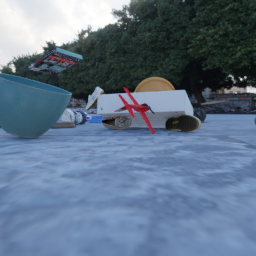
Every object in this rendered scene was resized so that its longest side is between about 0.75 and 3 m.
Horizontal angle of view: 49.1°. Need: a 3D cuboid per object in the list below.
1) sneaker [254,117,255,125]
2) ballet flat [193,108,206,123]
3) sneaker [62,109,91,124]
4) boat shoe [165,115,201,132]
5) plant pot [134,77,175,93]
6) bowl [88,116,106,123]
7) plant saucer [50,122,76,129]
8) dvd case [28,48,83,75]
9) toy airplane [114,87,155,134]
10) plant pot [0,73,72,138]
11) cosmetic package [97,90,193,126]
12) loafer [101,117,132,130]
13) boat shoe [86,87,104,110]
[{"bbox_3d":[5.149,-0.376,8.875,2.039,0.684,0.915,2,-26,-12],"label":"sneaker"},{"bbox_3d":[4.091,-0.568,16.142,0.929,0.795,2.797,-28,-10,17],"label":"ballet flat"},{"bbox_3d":[-2.301,-0.529,13.180,1.331,0.732,1.817,-6,1,-25],"label":"sneaker"},{"bbox_3d":[1.864,-0.125,8.989,0.577,0.543,1.514,11,-2,-29],"label":"boat shoe"},{"bbox_3d":[1.606,-1.489,16.181,2.642,2.642,1.849,0,19,1],"label":"plant pot"},{"bbox_3d":[-1.375,-0.473,15.576,1.722,0.338,1.722,0,3,0],"label":"bowl"},{"bbox_3d":[-2.833,-0.128,11.083,1.548,0.228,1.548,-1,3,0],"label":"plant saucer"},{"bbox_3d":[-2.633,-2.369,10.150,1.634,0.180,1.193,-19,-13,35],"label":"dvd case"},{"bbox_3d":[0.214,-0.591,7.973,0.321,1.743,1.743,-42,-20,30],"label":"toy airplane"},{"bbox_3d":[-2.442,-0.479,6.785,1.870,1.260,1.870,16,9,-3],"label":"plant pot"},{"bbox_3d":[0.703,-0.616,10.014,2.977,0.769,2.244,-1,-9,19],"label":"cosmetic package"},{"bbox_3d":[-0.426,-0.176,9.653,1.176,0.423,0.370,-4,-24,37],"label":"loafer"},{"bbox_3d":[-1.252,-1.052,9.985,0.343,0.989,0.350,44,23,6],"label":"boat shoe"}]
